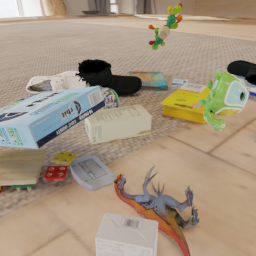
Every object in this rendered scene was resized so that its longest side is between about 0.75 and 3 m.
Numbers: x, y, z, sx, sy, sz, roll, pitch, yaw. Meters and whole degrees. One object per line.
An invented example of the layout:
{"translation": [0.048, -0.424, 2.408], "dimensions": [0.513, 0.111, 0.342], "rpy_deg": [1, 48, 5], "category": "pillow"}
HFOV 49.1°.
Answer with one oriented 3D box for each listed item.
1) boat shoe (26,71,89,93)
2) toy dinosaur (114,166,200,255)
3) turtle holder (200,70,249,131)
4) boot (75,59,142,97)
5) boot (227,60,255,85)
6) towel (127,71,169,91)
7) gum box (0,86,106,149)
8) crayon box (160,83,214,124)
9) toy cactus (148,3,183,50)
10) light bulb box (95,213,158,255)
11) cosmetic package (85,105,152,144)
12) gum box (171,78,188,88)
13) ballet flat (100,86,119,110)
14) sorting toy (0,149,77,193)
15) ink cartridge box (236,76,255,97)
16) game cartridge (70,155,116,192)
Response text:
{"translation": [-3.139, -1.868, 12.488], "dimensions": [2.818, 0.998, 0.977], "rpy_deg": [-7, 27, 7], "category": "boat shoe"}
{"translation": [0.429, 1.587, 5.933], "dimensions": [1.941, 1.123, 2.139], "rpy_deg": [-8, 34, 27], "category": "toy dinosaur"}
{"translation": [2.075, -0.606, 6.017], "dimensions": [0.823, 0.881, 1.159], "rpy_deg": [22, 60, 4], "category": "turtle holder"}
{"translation": [-0.759, -2.136, 11.766], "dimensions": [2.561, 0.948, 2.099], "rpy_deg": [-1, -17, 8], "category": "boot"}
{"translation": [5.596, -2.493, 12.895], "dimensions": [2.068, 0.765, 1.695], "rpy_deg": [13, 31, 17], "category": "boot"}
{"translation": [0.931, -2.479, 14.322], "dimensions": [1.961, 0.290, 2.674], "rpy_deg": [0, 27, -1], "category": "towel"}
{"translation": [-2.066, -0.291, 6.297], "dimensions": [2.408, 0.536, 2.046], "rpy_deg": [0, 26, 37], "category": "gum box"}
{"translation": [2.551, -0.965, 10.964], "dimensions": [1.744, 0.698, 2.747], "rpy_deg": [16, 31, 28], "category": "crayon box"}
{"translation": [1.343, -3.722, 10.425], "dimensions": [0.968, 1.893, 1.562], "rpy_deg": [39, 31, -11], "category": "toy cactus"}
{"translation": [-0.003, 2.097, 4.804], "dimensions": [0.975, 0.984, 0.614], "rpy_deg": [7, 27, 12], "category": "light bulb box"}
{"translation": [-0.348, -0.153, 9.375], "dimensions": [2.057, 0.731, 1.082], "rpy_deg": [-8, 29, -16], "category": "cosmetic package"}
{"translation": [2.595, -2.235, 13.954], "dimensions": [0.724, 0.190, 0.853], "rpy_deg": [8, 29, 15], "category": "gum box"}
{"translation": [-1.085, -1.081, 10.748], "dimensions": [0.974, 0.974, 2.708], "rpy_deg": [-8, 15, -15], "category": "ballet flat"}
{"translation": [-2.806, 1.115, 7.211], "dimensions": [2.916, 0.493, 1.406], "rpy_deg": [-3, 28, -4], "category": "sorting toy"}
{"translation": [5.746, -1.876, 12.954], "dimensions": [2.310, 0.469, 2.305], "rpy_deg": [-22, 35, -35], "category": "ink cartridge box"}
{"translation": [-0.987, 1.168, 7.405], "dimensions": [0.869, 0.264, 1.303], "rpy_deg": [-14, 30, -31], "category": "game cartridge"}
